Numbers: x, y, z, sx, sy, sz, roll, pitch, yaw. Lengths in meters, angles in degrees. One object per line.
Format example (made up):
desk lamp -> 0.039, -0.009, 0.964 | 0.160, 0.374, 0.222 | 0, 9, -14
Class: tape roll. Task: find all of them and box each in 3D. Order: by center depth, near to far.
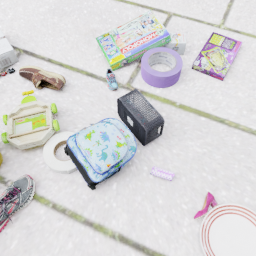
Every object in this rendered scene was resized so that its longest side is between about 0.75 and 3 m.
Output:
tape roll -> -2.252, 0.876, 10.148 | 1.624, 0.297, 1.624 | 0, 57, 0
tape roll -> 1.435, -2.613, 12.076 | 1.744, 0.741, 1.744 | 0, 58, -1

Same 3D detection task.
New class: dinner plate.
dinner plate -> 3.306, 3.442, 8.558 | 2.243, 0.272, 2.243 | 0, 58, -1

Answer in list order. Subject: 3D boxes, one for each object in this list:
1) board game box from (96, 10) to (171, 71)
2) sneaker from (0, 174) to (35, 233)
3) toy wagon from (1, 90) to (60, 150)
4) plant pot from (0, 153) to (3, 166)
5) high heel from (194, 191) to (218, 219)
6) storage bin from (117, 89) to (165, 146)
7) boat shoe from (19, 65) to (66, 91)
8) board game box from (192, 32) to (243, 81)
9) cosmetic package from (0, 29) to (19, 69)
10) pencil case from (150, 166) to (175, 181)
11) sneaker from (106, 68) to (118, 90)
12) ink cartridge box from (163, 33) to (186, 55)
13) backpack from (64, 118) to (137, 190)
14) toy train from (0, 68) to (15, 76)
board game box -> 0.202, -4.010, 12.704 | 2.931, 0.427, 1.973 | -27, 59, 1
sneaker -> -3.810, 2.405, 8.883 | 0.881, 0.816, 2.186 | 26, 61, 15
toy wagon -> -3.708, -0.403, 10.714 | 2.038, 0.520, 2.626 | -14, 51, -5
plant pot -> -5.530, 0.858, 9.128 | 2.278, 2.227, 2.212 | -32, 63, -29
high heel -> 2.422, 2.503, 9.059 | 1.068, 0.360, 0.512 | -28, 72, -22
storage bin -> 0.429, -0.399, 10.394 | 0.851, 1.227, 1.815 | -32, 63, -18
boat shoe -> -3.686, -2.009, 11.726 | 2.063, 0.744, 0.743 | 16, 58, 3
board game box -> 4.083, -3.319, 12.763 | 1.501, 0.404, 2.501 | 25, 61, 19
cosmetic package -> -5.982, -3.715, 12.731 | 1.121, 0.817, 2.206 | -30, 64, -18
pencil case -> 1.193, 1.560, 9.689 | 0.817, 0.349, 0.343 | 16, 54, 9
sneaker -> -0.723, -2.078, 11.867 | 0.431, 0.519, 1.086 | -17, 59, -10
ink cartridge box -> 2.133, -3.873, 12.881 | 0.985, 0.712, 0.715 | 1, 58, 1
backpack -> -0.792, 0.665, 9.445 | 2.099, 1.542, 1.921 | -32, 83, -28
toy train -> -5.460, -2.378, 12.274 | 1.028, 0.175, 0.236 | -22, 73, -14
